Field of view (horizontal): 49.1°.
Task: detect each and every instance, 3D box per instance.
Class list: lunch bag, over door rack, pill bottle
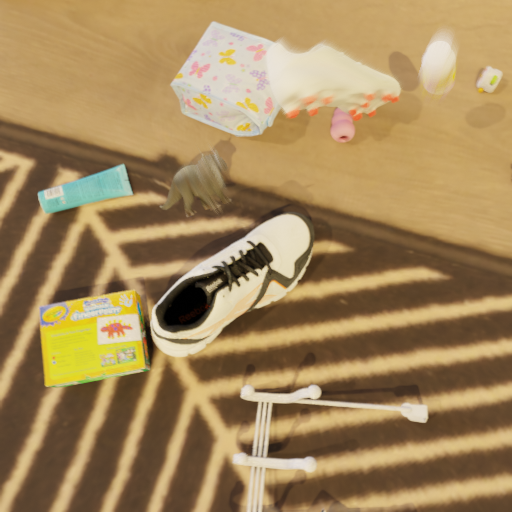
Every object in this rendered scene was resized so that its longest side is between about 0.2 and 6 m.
[{"bbox_3d":[-0.312,-3.065,10.101,1.852,1.177,1.571,23,74,16],"label":"lunch bag"},{"bbox_3d":[1.166,3.165,8.328,3.044,1.014,2.249,6,68,1],"label":"over door rack"},{"bbox_3d":[2.738,-2.827,8.405,0.459,0.881,0.459,-5,75,18],"label":"pill bottle"}]

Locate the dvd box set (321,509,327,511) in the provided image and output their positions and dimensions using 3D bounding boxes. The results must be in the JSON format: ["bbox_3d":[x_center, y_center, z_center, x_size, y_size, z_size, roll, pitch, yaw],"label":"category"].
[{"bbox_3d":[1.293,4.621,8.236,1.433,0.211,1.049,36,77,9],"label":"dvd box set"}]

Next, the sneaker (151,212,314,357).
[{"bbox_3d":[-0.300,0.410,9.070,3.295,1.318,1.215,-40,77,-12],"label":"sneaker"}]

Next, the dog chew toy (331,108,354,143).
[{"bbox_3d":[1.583,-2.444,10.320,0.432,0.432,0.694,0,67,0],"label":"dog chew toy"}]

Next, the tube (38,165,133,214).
[{"bbox_3d":[-3.045,-1.156,9.992,1.565,0.394,0.606,-17,83,-9],"label":"tube"}]

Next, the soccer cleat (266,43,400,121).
[{"bbox_3d":[1.399,-2.978,9.401,2.982,1.033,1.157,-12,81,-43],"label":"soccer cleat"}]

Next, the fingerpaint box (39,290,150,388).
[{"bbox_3d":[-2.626,1.356,9.166,1.573,0.577,1.313,-11,76,-4],"label":"fingerpaint box"}]

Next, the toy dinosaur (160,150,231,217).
[{"bbox_3d":[-0.910,-1.109,8.750,0.635,1.649,0.843,-32,106,-43],"label":"toy dinosaur"}]

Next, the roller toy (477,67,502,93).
[{"bbox_3d":[4.373,-3.315,10.539,0.324,0.463,0.422,27,64,5],"label":"roller toy"}]
